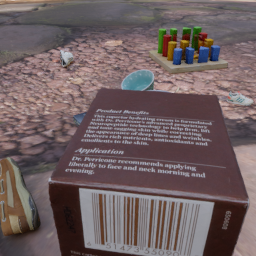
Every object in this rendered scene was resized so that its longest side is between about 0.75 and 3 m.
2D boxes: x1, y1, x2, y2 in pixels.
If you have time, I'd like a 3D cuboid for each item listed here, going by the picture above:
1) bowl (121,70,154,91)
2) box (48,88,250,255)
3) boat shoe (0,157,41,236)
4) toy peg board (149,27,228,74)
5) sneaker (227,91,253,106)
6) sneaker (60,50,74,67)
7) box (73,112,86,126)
[{"bbox_3d":[0.442,-1.452,10.035,1.218,0.637,1.218,-15,45,16],"label":"bowl"},{"bbox_3d":[0.358,0.931,4.655,2.277,2.254,2.745,5,31,8],"label":"box"},{"bbox_3d":[-2.386,1.294,5.557,0.744,0.762,2.013,-20,35,-25],"label":"boat shoe"},{"bbox_3d":[2.880,-3.937,13.659,2.955,1.445,2.943,-9,32,-14],"label":"toy peg board"},{"bbox_3d":[3.944,-1.052,9.814,0.880,0.411,0.310,11,32,18],"label":"sneaker"},{"bbox_3d":[-2.965,-3.406,13.669,0.656,0.608,1.618,1,30,-16],"label":"sneaker"},{"bbox_3d":[-1.070,-0.174,8.471,0.841,0.272,1.066,-19,35,-26],"label":"box"}]
